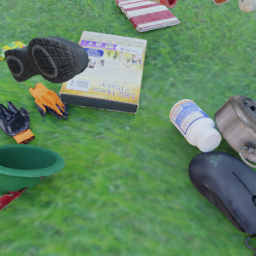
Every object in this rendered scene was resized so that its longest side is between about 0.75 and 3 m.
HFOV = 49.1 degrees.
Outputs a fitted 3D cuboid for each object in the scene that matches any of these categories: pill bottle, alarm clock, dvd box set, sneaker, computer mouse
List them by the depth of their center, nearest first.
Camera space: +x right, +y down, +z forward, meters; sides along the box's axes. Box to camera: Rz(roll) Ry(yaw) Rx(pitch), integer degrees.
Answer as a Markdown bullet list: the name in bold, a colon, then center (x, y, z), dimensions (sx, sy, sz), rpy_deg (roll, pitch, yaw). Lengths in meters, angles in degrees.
- **sneaker**: center (-1.536, -1.472, 5.661), dimensions (2.352, 0.893, 1.068), rpy_deg (12, 35, 40)
- **computer mouse**: center (2.461, 1.325, 5.897), dimensions (1.828, 0.696, 2.640), rpy_deg (-35, 60, -23)
- **alarm clock**: center (2.787, 0.093, 6.285), dimensions (1.655, 0.817, 2.453), rpy_deg (38, 39, 0)
- **pill bottle**: center (1.636, -0.053, 6.785), dimensions (0.758, 0.758, 1.353), rpy_deg (-17, 41, -13)
- **dvd box set**: center (-0.609, -1.778, 8.406), dimensions (2.154, 0.433, 2.943), rpy_deg (8, 52, 0)

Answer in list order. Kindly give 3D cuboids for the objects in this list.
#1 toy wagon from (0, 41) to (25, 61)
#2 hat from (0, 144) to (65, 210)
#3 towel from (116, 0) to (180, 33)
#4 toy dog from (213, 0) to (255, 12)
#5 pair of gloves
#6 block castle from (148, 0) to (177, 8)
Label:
- **toy wagon**: center (-3.841, -2.534, 9.255), dimensions (0.718, 0.183, 0.926), rpy_deg (34, 59, 24)
- **hat**: center (-2.475, 1.408, 6.133), dimensions (1.936, 1.704, 1.603), rpy_deg (5, 15, -25)
- **towel**: center (0.695, -4.488, 10.760), dimensions (1.676, 0.265, 2.327), rpy_deg (-18, 56, -16)
- **toy dog**: center (1.898, -2.665, 4.772), dimensions (1.769, 1.166, 0.852), rpy_deg (30, 57, -22)
- **pair of gloves**: center (-2.581, -0.421, 7.568), dimensions (1.786, 0.221, 1.592), rpy_deg (-36, 62, -25)
- **block castle**: center (0.951, -4.712, 7.226), dimensions (1.254, 2.673, 1.786), rpy_deg (29, 75, 38)
